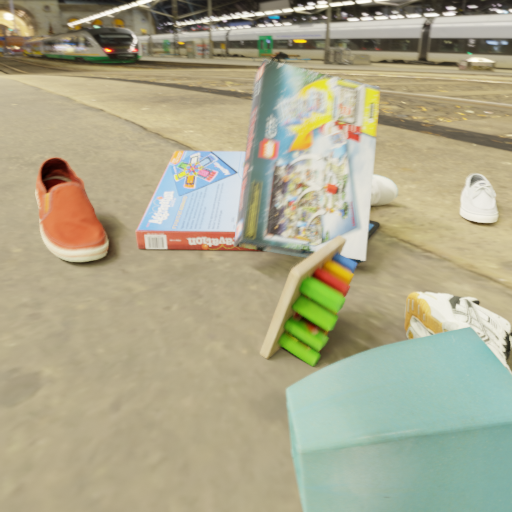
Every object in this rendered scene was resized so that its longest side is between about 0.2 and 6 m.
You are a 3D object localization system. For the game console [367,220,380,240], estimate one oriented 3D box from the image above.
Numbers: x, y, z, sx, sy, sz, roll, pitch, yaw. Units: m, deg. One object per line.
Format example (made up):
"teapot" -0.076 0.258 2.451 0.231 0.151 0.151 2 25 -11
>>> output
"game console" 1.785 -0.931 11.976 0.975 1.406 1.648 -18 12 32

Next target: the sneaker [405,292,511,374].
"sneaker" 2.834 1.146 7.059 1.170 1.010 2.670 -1 24 -4

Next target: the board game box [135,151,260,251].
"board game box" -1.038 -1.477 13.225 2.575 0.486 5.002 2 29 1

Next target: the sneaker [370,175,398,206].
"sneaker" 2.326 -1.419 13.369 2.161 0.827 0.873 0 41 -4

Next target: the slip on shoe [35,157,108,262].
"slip on shoe" -3.813 -0.956 11.299 1.172 0.968 3.165 -11 43 -25

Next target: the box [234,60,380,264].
"box" 0.963 -1.673 10.261 2.311 3.384 0.638 9 -11 -12

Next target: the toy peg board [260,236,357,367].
"toy peg board" 0.902 0.700 7.741 0.722 1.477 1.470 32 34 20

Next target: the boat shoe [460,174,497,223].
"boat shoe" 5.285 -1.402 13.218 0.800 0.761 2.222 8 25 18

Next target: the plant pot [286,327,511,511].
"plant pot" 1.336 1.723 5.352 1.986 1.403 1.403 -7 24 -2
